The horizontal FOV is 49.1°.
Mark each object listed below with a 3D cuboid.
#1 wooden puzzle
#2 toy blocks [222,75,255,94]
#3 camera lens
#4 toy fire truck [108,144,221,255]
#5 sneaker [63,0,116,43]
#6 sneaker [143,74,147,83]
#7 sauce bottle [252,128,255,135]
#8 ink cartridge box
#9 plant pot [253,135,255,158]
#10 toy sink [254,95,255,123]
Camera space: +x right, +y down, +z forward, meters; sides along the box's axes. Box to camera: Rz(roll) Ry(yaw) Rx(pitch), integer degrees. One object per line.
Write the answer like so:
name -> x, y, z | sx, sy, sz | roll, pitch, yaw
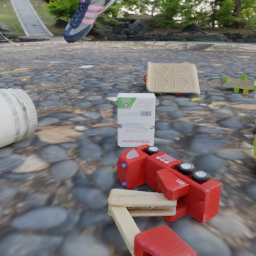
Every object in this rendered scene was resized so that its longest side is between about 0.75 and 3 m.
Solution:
wooden puzzle -> 2.022, -2.213, 12.851 | 2.347, 0.543, 2.174 | 5, 47, 1
toy blocks -> 5.360, -2.066, 13.172 | 1.602, 0.800, 1.095 | 13, 13, 29
camera lens -> -3.439, -0.196, 7.082 | 1.434, 1.434, 1.792 | 16, 27, 36
toy fire truck -> 0.400, 1.178, 4.567 | 1.959, 0.677, 2.778 | -14, 25, -32
sneaker -> -1.310, -3.602, 8.422 | 0.777, 2.214, 0.908 | 41, 2, 28
sneaker -> 1.149, -2.346, 13.858 | 0.741, 0.672, 1.745 | -15, 25, -23
sauce bottle -> 3.702, 0.243, 7.531 | 0.308, 0.308, 0.934 | -4, 24, -11
ink cartridge box -> 0.205, -0.211, 7.329 | 0.964, 1.319, 0.556 | 1, 18, 1
plant pot -> 3.654, 0.323, 5.947 | 1.575, 1.575, 1.517 | 14, 13, 32
toy sink -> 4.656, -0.470, 8.482 | 1.745, 0.978, 1.138 | -12, 23, -40
